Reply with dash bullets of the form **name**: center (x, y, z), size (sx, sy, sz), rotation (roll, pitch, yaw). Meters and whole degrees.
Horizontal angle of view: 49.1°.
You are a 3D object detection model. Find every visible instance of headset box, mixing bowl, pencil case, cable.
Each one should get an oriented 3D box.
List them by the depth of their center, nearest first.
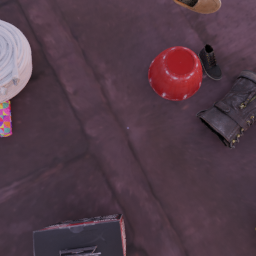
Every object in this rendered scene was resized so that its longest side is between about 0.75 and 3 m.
- **headset box**: center (-1.013, 2.709, 6.707), size (1.883, 2.530, 0.977), rotation (-7, 77, -2)
- **cable**: center (-4.274, -2.007, 8.335), size (2.800, 0.970, 2.801), rotation (3, 64, 2)
- **pencil case**: center (-3.780, -0.301, 8.428), size (0.500, 0.500, 1.131), rotation (-11, 77, -2)
- **mixing bowl**: center (1.524, -1.793, 8.519), size (1.743, 0.944, 1.743), rotation (0, 78, -1)

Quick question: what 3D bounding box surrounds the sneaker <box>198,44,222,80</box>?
- **sneaker**: center (2.600, -2.040, 8.739), size (0.418, 0.594, 1.118), rotation (-30, 79, -6)

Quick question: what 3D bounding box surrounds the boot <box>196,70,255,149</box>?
- **boot**: center (3.619, -0.277, 8.274), size (2.601, 0.900, 2.264), rotation (38, 81, 18)

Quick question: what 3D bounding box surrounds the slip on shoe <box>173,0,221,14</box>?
- **slip on shoe**: center (1.668, -3.125, 6.876), size (1.440, 0.547, 0.436), rotation (13, 48, -22)
